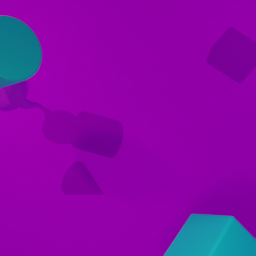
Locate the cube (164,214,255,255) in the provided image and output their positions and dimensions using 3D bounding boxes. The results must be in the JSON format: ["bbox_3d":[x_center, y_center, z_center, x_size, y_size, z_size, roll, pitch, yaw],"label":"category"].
[{"bbox_3d":[1.552,2.408,4.931,1.228,1.228,1.228,46,65,-5],"label":"cube"}]

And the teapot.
[{"bbox_3d":[-2.837,-0.953,6.727,1.779,0.871,1.106,40,115,-4],"label":"teapot"}]

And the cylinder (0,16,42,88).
[{"bbox_3d":[-2.429,-1.382,5.328,1.152,1.152,1.152,-2,72,45],"label":"cylinder"}]
